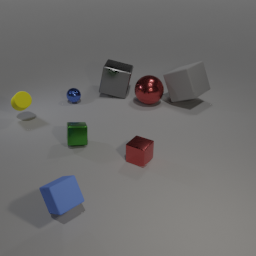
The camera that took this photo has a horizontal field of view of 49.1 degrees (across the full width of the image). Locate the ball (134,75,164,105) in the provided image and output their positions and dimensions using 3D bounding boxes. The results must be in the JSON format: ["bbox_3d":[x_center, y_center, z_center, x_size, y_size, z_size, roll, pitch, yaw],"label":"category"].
[{"bbox_3d":[1.009,-1.815,13.369,1.400,1.400,1.400,0,29,0],"label":"ball"}]

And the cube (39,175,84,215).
[{"bbox_3d":[-1.624,1.630,6.866,0.700,0.700,0.700,-24,5,-38],"label":"cube"}]

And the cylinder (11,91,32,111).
[{"bbox_3d":[-4.439,-1.108,11.647,0.700,0.700,0.700,-21,5,-34],"label":"cylinder"}]

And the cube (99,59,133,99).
[{"bbox_3d":[-0.596,-2.539,14.416,1.400,1.400,1.400,14,29,-2],"label":"cube"}]

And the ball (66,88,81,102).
[{"bbox_3d":[-2.636,-1.595,13.600,0.700,0.700,0.700,0,29,0],"label":"ball"}]

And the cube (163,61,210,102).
[{"bbox_3d":[2.770,-2.163,13.158,1.400,1.400,1.400,-30,16,-39],"label":"cube"}]

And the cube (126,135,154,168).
[{"bbox_3d":[0.396,0.776,9.394,0.700,0.700,0.700,17,33,28],"label":"cube"}]

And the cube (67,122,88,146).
[{"bbox_3d":[-1.868,0.198,10.236,0.700,0.700,0.700,-1,15,-14],"label":"cube"}]
